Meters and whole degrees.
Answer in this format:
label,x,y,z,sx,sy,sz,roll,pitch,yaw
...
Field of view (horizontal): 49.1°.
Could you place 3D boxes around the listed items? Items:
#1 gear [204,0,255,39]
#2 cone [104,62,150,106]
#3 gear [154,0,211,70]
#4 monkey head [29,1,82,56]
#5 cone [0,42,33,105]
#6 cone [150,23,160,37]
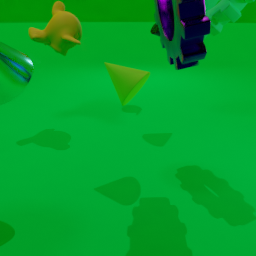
label,x,y,z,sx,sy,sz,roll,pitch,yaw
gear,1.951,-2.689,5.753,0.328,1.774,1.774,31,13,-22
cone,-0.155,-1.052,5.665,0.863,0.860,0.860,41,32,4
gear,0.772,-1.967,4.522,0.364,1.970,1.970,-14,24,-1
monkey head,-1.979,-2.732,7.798,1.317,1.104,1.831,3,52,-42
cone,-2.233,-1.140,4.135,1.214,1.218,1.214,-4,59,6
cone,1.234,-2.712,8.034,0.849,0.852,0.849,-35,31,25
